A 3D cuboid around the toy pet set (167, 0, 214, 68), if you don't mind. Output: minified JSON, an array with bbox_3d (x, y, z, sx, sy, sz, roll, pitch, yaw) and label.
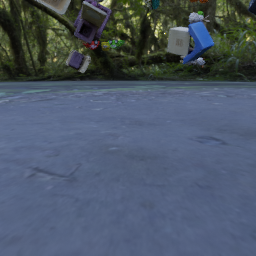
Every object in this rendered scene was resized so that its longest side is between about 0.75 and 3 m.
[{"bbox_3d":[2.615,-3.362,10.036,1.376,2.590,2.419,23,34,31],"label":"toy pet set"}]

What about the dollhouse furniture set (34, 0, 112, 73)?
[{"bbox_3d":[-1.811,-2.957,6.968,2.641,2.093,1.874,25,-4,-14],"label":"dollhouse furniture set"}]

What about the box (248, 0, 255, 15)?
[{"bbox_3d":[3.466,-3.190,6.382,0.763,1.299,1.277,32,37,4],"label":"box"}]

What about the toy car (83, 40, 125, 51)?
[{"bbox_3d":[-0.811,-3.293,11.160,1.480,0.351,1.573,7,15,32],"label":"toy car"}]

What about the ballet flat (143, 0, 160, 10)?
[{"bbox_3d":[0.603,-3.882,7.463,0.584,1.543,0.493,-39,65,-23],"label":"ballet flat"}]
